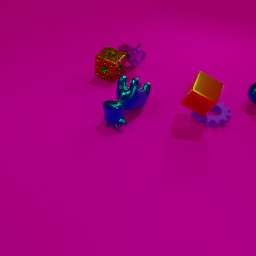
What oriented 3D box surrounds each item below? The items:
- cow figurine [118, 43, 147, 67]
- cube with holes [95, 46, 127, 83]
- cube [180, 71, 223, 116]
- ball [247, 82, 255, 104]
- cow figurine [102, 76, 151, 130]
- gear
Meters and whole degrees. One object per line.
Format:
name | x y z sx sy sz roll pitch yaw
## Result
cow figurine | 0.108 -2.773 10.390 1.304 1.284 0.716 33 91 18
cube with holes | -0.630 -2.311 10.121 0.821 0.821 0.821 25 48 15
cube | 2.084 -0.963 7.926 0.780 0.780 0.780 28 60 -2
ball | 4.144 -1.101 8.791 0.741 0.741 0.741 0 41 0
cow figurine | -0.035 -0.730 8.412 0.891 1.596 1.622 18 7 35
gear | 2.547 -0.469 8.581 1.148 0.212 1.148 0 42 0
